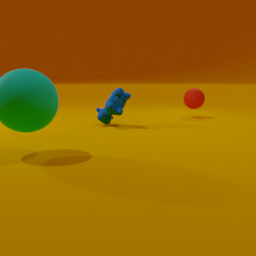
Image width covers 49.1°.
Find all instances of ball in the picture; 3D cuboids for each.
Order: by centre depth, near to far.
[{"bbox_3d":[-1.947,-0.515,5.357,1.211,1.211,1.211,0,10,0],"label":"ball"},{"bbox_3d":[2.608,-1.151,11.043,0.827,0.827,0.827,0,10,0],"label":"ball"}]

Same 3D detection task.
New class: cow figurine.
[{"bbox_3d":[-0.495,-0.708,8.971,0.679,1.238,1.218,31,-7,-19],"label":"cow figurine"}]
